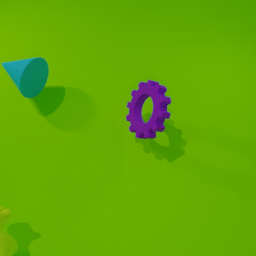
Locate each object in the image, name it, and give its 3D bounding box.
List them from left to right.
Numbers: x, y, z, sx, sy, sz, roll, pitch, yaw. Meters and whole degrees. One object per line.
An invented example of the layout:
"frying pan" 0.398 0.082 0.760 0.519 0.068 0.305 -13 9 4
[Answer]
"cow figurine" -3.011 2.574 6.319 0.823 1.475 1.499 -5 37 -4
"cone" -3.413 -1.777 8.704 1.320 1.315 1.315 24 63 13
"gear" 0.530 -0.504 7.794 0.297 1.604 1.604 7 54 -35
